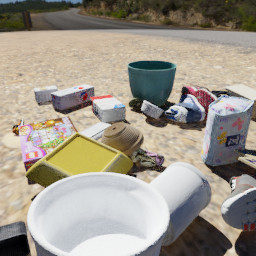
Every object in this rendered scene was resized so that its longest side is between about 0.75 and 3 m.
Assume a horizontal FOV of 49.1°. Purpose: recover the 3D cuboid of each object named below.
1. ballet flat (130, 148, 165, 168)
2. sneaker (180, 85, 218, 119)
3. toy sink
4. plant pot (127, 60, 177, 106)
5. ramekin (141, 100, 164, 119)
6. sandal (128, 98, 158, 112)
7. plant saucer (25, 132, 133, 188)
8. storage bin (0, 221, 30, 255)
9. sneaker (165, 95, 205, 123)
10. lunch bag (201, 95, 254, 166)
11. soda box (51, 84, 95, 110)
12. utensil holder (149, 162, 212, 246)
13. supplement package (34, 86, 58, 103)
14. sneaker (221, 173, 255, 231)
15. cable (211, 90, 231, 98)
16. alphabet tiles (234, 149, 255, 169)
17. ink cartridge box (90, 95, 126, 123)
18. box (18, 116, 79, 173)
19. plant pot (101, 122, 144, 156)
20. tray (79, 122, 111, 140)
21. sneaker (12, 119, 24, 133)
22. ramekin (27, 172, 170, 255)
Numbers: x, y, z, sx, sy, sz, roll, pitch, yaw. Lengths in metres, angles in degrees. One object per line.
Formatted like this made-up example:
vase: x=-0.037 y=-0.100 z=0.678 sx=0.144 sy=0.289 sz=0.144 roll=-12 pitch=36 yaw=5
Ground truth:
ballet flat: x=0.410 y=0.816 z=7.829 sx=1.247 sy=0.431 sz=0.444 roll=16 pitch=48 yaw=30
sneaker: x=3.119 y=-1.175 z=11.349 sx=1.026 sy=1.107 sz=2.747 roll=-4 pitch=24 yaw=-14
toy sink: x=4.768 y=-1.092 z=11.454 sx=1.005 sy=0.864 sz=1.542 roll=-12 pitch=32 yaw=-24
plant pot: x=1.022 y=-1.923 z=12.270 sx=2.117 sy=1.699 sz=2.117 roll=0 pitch=24 yaw=0
ramekin: x=0.906 y=-0.687 z=10.745 sx=0.875 sy=0.407 sz=0.875 roll=27 pitch=9 yaw=-4
sandal: x=0.583 y=-0.894 z=11.487 sx=1.315 sy=0.522 sz=0.375 roll=14 pitch=41 yaw=27
plant saucer: x=-1.107 y=0.858 z=6.857 sx=1.971 sy=0.478 sz=1.971 roll=24 pitch=38 yaw=18
storage bin: x=-2.161 y=2.027 z=4.906 sx=0.773 sy=0.523 sz=0.362 roll=-10 pitch=27 yaw=-22
sneaker: x=2.001 y=-0.795 z=10.893 sx=1.368 sy=0.753 sz=1.868 roll=-2 pitch=29 yaw=-15
lunch bag: x=2.796 y=0.083 z=7.947 sx=1.193 sy=1.591 sz=1.877 roll=18 pitch=27 yaw=32
soda box: x=-2.401 y=-1.407 z=12.430 sx=0.671 sy=0.628 sz=1.971 roll=18 pitch=30 yaw=35
utensil holder: x=0.825 y=1.455 z=5.492 sx=1.124 sy=1.124 sz=1.322 roll=20 pitch=34 yaw=37
supplement package: x=-3.756 y=-1.563 z=12.870 sx=0.993 sy=0.544 sz=0.565 roll=-12 pitch=27 yaw=-24
sneaker: x=2.514 y=1.461 z=5.990 sx=2.278 sy=0.878 sz=0.933 roll=-6 pitch=14 yaw=-39
cable: x=4.125 y=-1.477 z=13.003 sx=1.528 sy=0.388 sz=1.247 roll=-5 pitch=20 yaw=-6
alphabet tiles: x=4.065 y=1.031 z=6.594 sx=2.932 sy=0.093 sz=2.439 roll=5 pitch=17 yaw=-35
ink cartridge box: x=-0.843 y=-0.809 z=11.173 sx=0.963 sy=0.558 sz=1.658 roll=-10 pitch=26 yaw=-22
box: x=-2.323 y=0.418 z=8.441 sx=1.686 sy=0.482 sz=2.465 roll=-13 pitch=27 yaw=-19
plant pot: x=-0.275 y=0.276 z=8.133 sx=1.382 sy=0.638 sz=1.382 roll=-19 pitch=25 yaw=9
tray: x=-1.133 y=0.106 z=9.629 sx=0.806 sy=0.166 sz=1.501 roll=16 pitch=29 yaw=29
sneaker: x=-3.865 y=-0.068 z=9.844 sx=0.386 sy=0.300 sz=0.857 roll=-4 pitch=26 yaw=-16
ramekin: x=-0.399 y=1.479 z=3.954 sx=1.882 sy=0.917 sz=1.882 roll=3 pitch=20 yaw=-1
